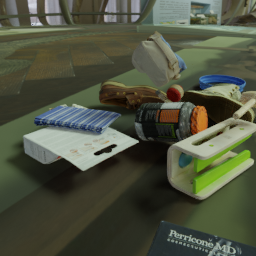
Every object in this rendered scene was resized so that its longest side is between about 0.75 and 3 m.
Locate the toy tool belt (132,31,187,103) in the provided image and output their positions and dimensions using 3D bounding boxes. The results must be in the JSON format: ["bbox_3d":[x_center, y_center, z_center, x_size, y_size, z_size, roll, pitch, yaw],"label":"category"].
[{"bbox_3d":[1.252,-2.018,8.977,1.334,2.171,1.356,-45,9,-33],"label":"toy tool belt"}]

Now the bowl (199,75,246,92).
[{"bbox_3d":[4.450,-2.077,13.330,2.099,0.412,2.099,0,25,0],"label":"bowl"}]

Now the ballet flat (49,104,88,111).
[{"bbox_3d":[-2.080,-0.616,10.113,1.586,0.495,0.535,-13,28,-26],"label":"ballet flat"}]

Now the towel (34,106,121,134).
[{"bbox_3d":[-1.522,-0.286,8.625,2.239,0.267,1.621,8,22,15],"label":"towel"}]

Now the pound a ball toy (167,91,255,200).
[{"bbox_3d":[2.173,0.212,6.782,2.782,1.814,1.182,-21,28,-36],"label":"pound a ball toy"}]

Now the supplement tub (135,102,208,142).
[{"bbox_3d":[1.233,-0.161,8.021,1.864,1.142,1.142,3,23,33],"label":"supplement tub"}]

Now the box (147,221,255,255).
[{"bbox_3d":[1.213,2.498,2.283,2.847,1.482,2.593,10,26,19],"label":"box"}]

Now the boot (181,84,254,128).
[{"bbox_3d":[3.662,-0.940,10.262,2.158,1.005,2.790,-18,30,-36],"label":"boot"}]

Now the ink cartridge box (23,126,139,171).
[{"bbox_3d":[-1.289,0.498,7.659,2.527,0.597,2.022,22,31,36],"label":"ink cartridge box"}]

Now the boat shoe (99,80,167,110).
[{"bbox_3d":[0.194,-1.100,10.852,2.716,0.978,0.917,9,59,2],"label":"boat shoe"}]
